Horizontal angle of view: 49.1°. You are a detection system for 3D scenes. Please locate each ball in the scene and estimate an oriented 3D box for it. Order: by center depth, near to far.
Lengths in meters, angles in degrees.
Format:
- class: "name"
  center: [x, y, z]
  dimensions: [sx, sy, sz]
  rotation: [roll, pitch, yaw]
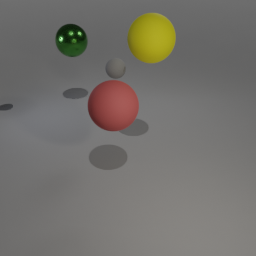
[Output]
- class: "ball"
  center: [-0.401, -0.605, 7.671]
  dimensions: [1.400, 1.400, 1.400]
  rotation: [0, 30, 0]
- class: "ball"
  center: [0.681, -2.607, 8.174]
  dimensions: [1.400, 1.400, 1.400]
  rotation: [0, 30, 0]
- class: "ball"
  center: [-0.423, -2.038, 9.589]
  dimensions: [0.700, 0.700, 0.700]
  rotation: [0, 30, 0]
- class: "ball"
  center: [-2.458, -3.809, 12.221]
  dimensions: [1.400, 1.400, 1.400]
  rotation: [0, 30, 0]
